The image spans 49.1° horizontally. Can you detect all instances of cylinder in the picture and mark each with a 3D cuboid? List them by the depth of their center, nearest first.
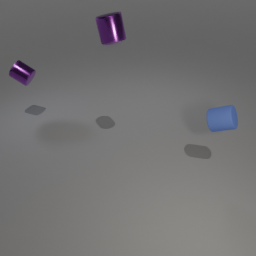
[{"bbox_3d":[-0.454,-2.665,7.482,0.700,0.700,0.700,-10,28,5],"label":"cylinder"},{"bbox_3d":[2.731,-0.269,8.110,0.700,0.700,0.700,-9,24,34],"label":"cylinder"},{"bbox_3d":[-3.929,-2.044,10.441,0.700,0.700,0.700,32,33,-10],"label":"cylinder"}]
